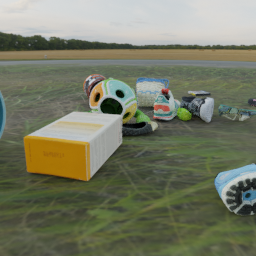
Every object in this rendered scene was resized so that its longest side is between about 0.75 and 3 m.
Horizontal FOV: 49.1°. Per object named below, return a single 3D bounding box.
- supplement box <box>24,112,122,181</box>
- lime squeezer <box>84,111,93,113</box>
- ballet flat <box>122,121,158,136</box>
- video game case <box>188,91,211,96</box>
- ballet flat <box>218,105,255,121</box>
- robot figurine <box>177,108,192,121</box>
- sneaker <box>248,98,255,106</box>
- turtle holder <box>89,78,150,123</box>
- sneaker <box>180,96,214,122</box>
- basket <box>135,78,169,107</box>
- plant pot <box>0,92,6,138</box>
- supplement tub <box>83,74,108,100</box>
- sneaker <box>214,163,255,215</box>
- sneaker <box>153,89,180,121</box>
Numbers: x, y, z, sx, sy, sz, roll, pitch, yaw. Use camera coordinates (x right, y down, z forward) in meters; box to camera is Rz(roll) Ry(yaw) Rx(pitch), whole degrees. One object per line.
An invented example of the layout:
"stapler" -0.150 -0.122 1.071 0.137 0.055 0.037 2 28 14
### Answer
"supplement box" -1.391 0.377 8.093 1.764 1.029 2.799 5 18 16
"lime squeezer" -1.692 -0.727 13.050 0.952 0.180 0.336 2 18 10
"ballet flat" 0.074 -0.060 10.198 2.132 0.606 0.708 -4 18 -13
"video game case" 4.521 -2.224 17.835 1.085 0.138 0.980 -5 18 -16
"ballet flat" 4.664 -0.581 11.944 1.640 0.609 0.609 10 19 7
"robot figurine" 2.406 -0.583 12.091 0.699 0.461 0.797 28 10 -16
"sneaker" 6.714 -1.300 14.736 0.414 0.354 1.010 16 14 -15
"turtle holder" -0.443 -0.767 11.031 1.813 2.386 1.694 -31 14 9
"sneaker" 2.952 -0.853 12.257 1.440 0.955 2.530 6 13 19
"basket" 1.186 -1.998 14.729 1.734 1.368 1.967 5 49 13
"plant pot" -5.563 -0.411 7.962 2.795 2.974 2.974 4 16 41
"supplement tub" -1.648 -2.146 15.351 1.494 1.494 2.793 -5 18 -15
"sneaker" 3.094 1.063 6.047 2.597 1.018 1.168 -3 15 -9
"sneaker" 1.873 -1.210 12.745 0.951 1.262 2.700 7 20 23
